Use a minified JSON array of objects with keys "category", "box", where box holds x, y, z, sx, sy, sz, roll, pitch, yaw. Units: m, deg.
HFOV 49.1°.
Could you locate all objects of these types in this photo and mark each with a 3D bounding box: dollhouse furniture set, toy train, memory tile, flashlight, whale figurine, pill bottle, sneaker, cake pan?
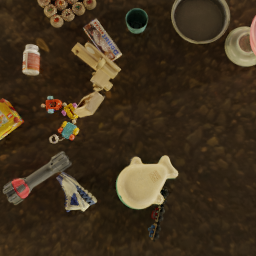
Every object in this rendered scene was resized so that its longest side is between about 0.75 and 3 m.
[{"category":"dollhouse furniture set","box":[-1.583,-1.722,9.694,1.684,1.965,2.067,38,74,-18]},{"category":"toy train","box":[-2.597,-0.340,11.005,1.408,0.521,1.874,-9,81,0]},{"category":"memory tile","box":[-2.555,-5.285,11.688,2.108,0.177,1.616,-31,84,-3]},{"category":"flashlight","box":[-3.376,1.837,10.621,2.574,0.875,0.871,-34,51,-8]},{"category":"whale figurine","box":[0.679,1.997,10.537,2.446,1.269,1.946,-28,79,-27]},{"category":"pill bottle","box":[-3.855,-2.717,11.183,0.622,0.622,1.108,1,84,0]},{"category":"toy train","box":[1.129,3.296,10.668,0.459,0.342,2.006,13,83,5]},{"category":"sneaker","box":[-2.155,2.556,10.558,1.776,0.717,1.026,41,83,3]},{"category":"cake pan","box":[2.931,-4.513,11.471,2.358,0.432,2.358,0,84,0]}]

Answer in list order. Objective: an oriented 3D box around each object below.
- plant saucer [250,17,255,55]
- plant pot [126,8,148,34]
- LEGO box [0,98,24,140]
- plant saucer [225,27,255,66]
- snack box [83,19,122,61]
[{"category":"plant saucer","box":[5.771,-3.458,11.014,2.480,0.629,2.480,2,82,-16]},{"category":"plant pot","box":[0.348,-4.242,11.309,0.875,0.702,0.875,0,84,0]},{"category":"LEGO box","box":[-5.062,-0.248,10.932,1.486,0.573,1.107,-37,85,-4]},{"category":"plant saucer","box":[4.819,-3.371,11.359,1.678,0.421,1.678,0,84,1]},{"category":"snack box","box":[-1.040,-3.553,11.471,0.657,0.222,1.828,-35,85,-4]}]
